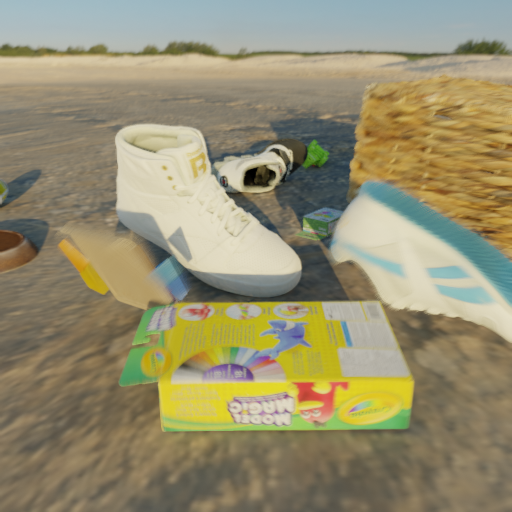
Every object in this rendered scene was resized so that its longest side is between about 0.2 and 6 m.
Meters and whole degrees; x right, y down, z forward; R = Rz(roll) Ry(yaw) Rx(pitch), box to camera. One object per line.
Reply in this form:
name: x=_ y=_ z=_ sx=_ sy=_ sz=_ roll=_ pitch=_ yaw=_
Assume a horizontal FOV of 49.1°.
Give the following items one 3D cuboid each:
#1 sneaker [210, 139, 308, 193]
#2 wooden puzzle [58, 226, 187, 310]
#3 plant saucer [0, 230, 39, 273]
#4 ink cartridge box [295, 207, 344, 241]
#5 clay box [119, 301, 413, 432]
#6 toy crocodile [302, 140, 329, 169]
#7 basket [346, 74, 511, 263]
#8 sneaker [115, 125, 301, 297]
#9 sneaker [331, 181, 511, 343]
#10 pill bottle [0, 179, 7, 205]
sneaker: x=0.361 y=-1.935 z=12.706 sx=2.667 sy=0.988 sz=1.180 roll=-26 pitch=32 yaw=-31
wooden puzzle: x=-1.508 y=0.174 z=6.484 sx=2.244 sy=1.514 sz=0.262 roll=16 pitch=57 yaw=36
plant saucer: x=-4.330 y=-0.086 z=8.863 sx=1.651 sy=0.284 sz=1.651 roll=1 pitch=21 yaw=0
ink cartridge box: x=1.187 y=-0.585 z=10.085 sx=0.522 sy=0.298 sz=1.005 roll=17 pitch=27 yaw=37
clay box: x=0.077 y=1.032 z=5.534 sx=2.558 sy=0.609 sz=1.470 roll=-1 pitch=23 yaw=1
toy crocodile: x=1.591 y=-2.726 z=15.280 sx=0.592 sy=0.542 sz=1.755 roll=41 pitch=22 yaw=-6
basket: x=3.577 y=-1.259 z=8.662 sx=3.549 sy=2.533 sz=2.644 roll=23 pitch=30 yaw=36
sneaker: x=-0.690 y=-0.670 z=7.485 sx=2.994 sy=1.730 sz=1.103 roll=26 pitch=52 yaw=14
sneaker: x=2.031 y=0.212 z=6.286 sx=2.502 sy=1.010 sz=0.957 roll=36 pitch=33 yaw=9
pill bottle: x=-5.403 y=-1.210 z=11.267 sx=0.588 sy=0.588 sz=1.045 roll=-5 pitch=21 yaw=-12
